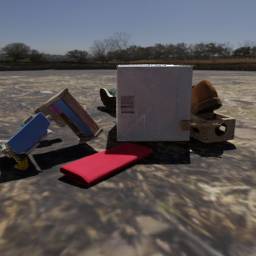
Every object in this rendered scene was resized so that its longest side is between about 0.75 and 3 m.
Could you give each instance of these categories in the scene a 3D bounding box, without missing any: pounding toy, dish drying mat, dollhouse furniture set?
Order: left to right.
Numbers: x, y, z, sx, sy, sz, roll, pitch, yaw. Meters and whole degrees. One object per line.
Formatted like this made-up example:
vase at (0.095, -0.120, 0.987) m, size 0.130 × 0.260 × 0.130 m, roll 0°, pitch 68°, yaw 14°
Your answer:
dollhouse furniture set at (-2.194, 0.390, 7.345) m, size 2.138 × 1.478 × 2.265 m, roll -16°, pitch 29°, yaw 53°
dish drying mat at (-0.395, 0.756, 6.490) m, size 0.890 × 0.211 × 2.318 m, roll 12°, pitch 18°, yaw 36°
pounding toy at (2.208, 0.075, 7.997) m, size 1.622 × 0.742 × 1.425 m, roll -5°, pitch 15°, yaw -19°

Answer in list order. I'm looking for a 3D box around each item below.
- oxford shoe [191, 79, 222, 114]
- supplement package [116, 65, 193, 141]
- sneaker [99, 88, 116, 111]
oxford shoe at (2.216, -0.821, 9.019) m, size 0.977 × 0.976 × 2.739 m, roll -13°, pitch -10°, yaw -8°
supplement package at (0.685, -0.955, 9.088) m, size 2.120 × 2.136 × 2.814 m, roll 0°, pitch 13°, yaw -1°
sneaker at (-0.336, -1.389, 12.998) m, size 1.230 × 0.919 × 2.741 m, roll -14°, pitch 21°, yaw -21°
